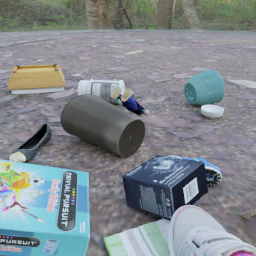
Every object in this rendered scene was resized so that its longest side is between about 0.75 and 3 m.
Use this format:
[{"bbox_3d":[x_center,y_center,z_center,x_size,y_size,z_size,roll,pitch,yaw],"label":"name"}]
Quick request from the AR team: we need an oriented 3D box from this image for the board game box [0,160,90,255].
[{"bbox_3d":[-2.021,1.377,5.167,2.553,0.599,1.927,10,22,-13],"label":"board game box"}]

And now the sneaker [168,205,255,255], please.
[{"bbox_3d":[1.402,1.919,3.819,1.076,1.167,2.646,-8,30,-17],"label":"sneaker"}]

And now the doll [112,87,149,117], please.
[{"bbox_3d":[0.180,-0.741,9.313,1.251,0.444,1.833,23,-7,28],"label":"doll"}]

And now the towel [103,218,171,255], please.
[{"bbox_3d":[0.402,2.066,4.850,1.445,0.222,1.078,-10,25,-20],"label":"towel"}]

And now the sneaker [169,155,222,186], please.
[{"bbox_3d":[1.610,1.007,6.977,1.422,0.559,0.634,17,18,19],"label":"sneaker"}]

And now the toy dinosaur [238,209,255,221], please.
[{"bbox_3d":[3.118,1.072,5.032,1.114,2.595,1.758,31,73,10],"label":"toy dinosaur"}]

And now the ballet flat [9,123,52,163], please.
[{"bbox_3d":[-2.816,0.444,8.067,0.646,0.553,1.945,4,24,10],"label":"ballet flat"}]

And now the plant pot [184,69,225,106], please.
[{"bbox_3d":[3.071,-1.590,11.691,1.172,1.460,1.460,-18,29,-18],"label":"plant pot"}]

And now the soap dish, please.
[{"bbox_3d":[-4.541,-2.509,14.041,2.648,1.076,2.083,-5,24,-13],"label":"soap dish"}]

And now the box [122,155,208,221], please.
[{"bbox_3d":[0.780,1.183,5.890,1.280,0.751,1.258,4,20,44],"label":"box"}]

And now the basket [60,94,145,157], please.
[{"bbox_3d":[-0.637,-0.057,8.260,2.052,1.396,1.850,25,19,37],"label":"basket"}]

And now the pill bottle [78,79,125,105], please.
[{"bbox_3d":[-1.126,-1.560,11.957,1.851,1.047,1.047,4,24,9],"label":"pill bottle"}]

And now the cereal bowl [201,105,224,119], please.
[{"bbox_3d":[3.187,-0.587,10.632,0.839,0.350,0.839,-1,24,0],"label":"cereal bowl"}]
